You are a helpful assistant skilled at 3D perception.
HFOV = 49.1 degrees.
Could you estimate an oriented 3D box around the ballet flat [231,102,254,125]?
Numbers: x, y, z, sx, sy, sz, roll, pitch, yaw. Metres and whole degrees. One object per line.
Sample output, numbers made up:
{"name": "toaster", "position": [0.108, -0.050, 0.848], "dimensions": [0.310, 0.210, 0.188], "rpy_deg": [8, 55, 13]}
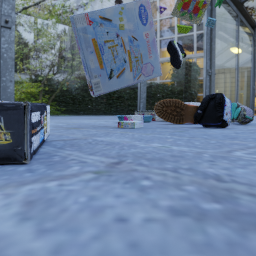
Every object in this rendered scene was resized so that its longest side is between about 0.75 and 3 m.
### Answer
{"name": "ballet flat", "position": [4.782, -0.560, 11.781], "dimensions": [0.869, 0.869, 2.415], "rpy_deg": [1, 10, 11]}

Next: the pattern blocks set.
{"name": "pattern blocks set", "position": [2.034, -3.947, 9.050], "dimensions": [2.074, 1.823, 0.168], "rpy_deg": [-1, 38, -8]}

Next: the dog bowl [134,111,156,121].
{"name": "dog bowl", "position": [1.187, -0.710, 16.502], "dimensions": [1.635, 0.603, 1.635], "rpy_deg": [0, 4, 0]}

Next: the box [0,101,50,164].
{"name": "box", "position": [-2.525, -0.039, 3.649], "dimensions": [2.794, 0.694, 2.774], "rpy_deg": [-1, 2, -11]}

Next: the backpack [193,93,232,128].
{"name": "backpack", "position": [2.818, -0.544, 8.972], "dimensions": [1.141, 1.087, 0.879], "rpy_deg": [3, -12, 44]}

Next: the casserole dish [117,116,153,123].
{"name": "casserole dish", "position": [0.350, -0.439, 13.764], "dimensions": [1.856, 0.360, 1.124], "rpy_deg": [-2, 4, -23]}

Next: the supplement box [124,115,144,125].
{"name": "supplement box", "position": [0.229, -0.297, 10.837], "dimensions": [0.395, 0.387, 0.765], "rpy_deg": [2, 4, 38]}

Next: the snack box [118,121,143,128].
{"name": "snack box", "position": [0.095, -0.116, 8.987], "dimensions": [0.592, 0.220, 0.832], "rpy_deg": [1, 3, 22]}

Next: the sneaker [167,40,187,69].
{"name": "sneaker", "position": [1.550, -2.220, 8.381], "dimensions": [0.539, 1.303, 0.467], "rpy_deg": [11, -44, -17]}

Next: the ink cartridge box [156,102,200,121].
{"name": "ink cartridge box", "position": [2.898, -0.833, 14.924], "dimensions": [1.734, 0.998, 2.375], "rpy_deg": [-3, 4, -39]}

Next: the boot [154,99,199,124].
{"name": "boot", "position": [2.337, -0.612, 12.129], "dimensions": [2.667, 1.001, 1.430], "rpy_deg": [8, 0, -8]}

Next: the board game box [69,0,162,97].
{"name": "board game box", "position": [-0.312, -2.768, 9.676], "dimensions": [2.716, 2.723, 0.560], "rpy_deg": [-19, 25, -15]}

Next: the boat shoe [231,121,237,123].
{"name": "boat shoe", "position": [4.892, -0.544, 13.303], "dimensions": [1.922, 0.692, 0.632], "rpy_deg": [-8, 6, 13]}
